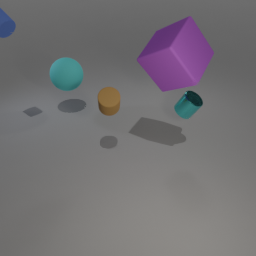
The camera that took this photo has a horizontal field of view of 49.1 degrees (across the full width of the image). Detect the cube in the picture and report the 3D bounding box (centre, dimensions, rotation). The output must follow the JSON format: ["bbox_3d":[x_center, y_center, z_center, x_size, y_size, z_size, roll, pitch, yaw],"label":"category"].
[{"bbox_3d":[1.414,-2.123,8.302,1.400,1.400,1.400,-4,47,52],"label":"cube"}]

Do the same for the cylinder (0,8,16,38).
[{"bbox_3d":[-4.169,-3.435,9.117,0.700,0.700,0.700,45,44,7],"label":"cylinder"}]

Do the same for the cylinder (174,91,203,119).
[{"bbox_3d":[2.022,-0.772,9.382,0.700,0.700,0.700,17,47,-19],"label":"cylinder"}]

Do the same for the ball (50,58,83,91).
[{"bbox_3d":[-2.606,-2.276,11.908,1.400,1.400,1.400,0,31,0],"label":"ball"}]

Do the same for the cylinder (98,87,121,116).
[{"bbox_3d":[-0.596,-0.833,8.840,0.700,0.700,0.700,1,70,-3],"label":"cylinder"}]
